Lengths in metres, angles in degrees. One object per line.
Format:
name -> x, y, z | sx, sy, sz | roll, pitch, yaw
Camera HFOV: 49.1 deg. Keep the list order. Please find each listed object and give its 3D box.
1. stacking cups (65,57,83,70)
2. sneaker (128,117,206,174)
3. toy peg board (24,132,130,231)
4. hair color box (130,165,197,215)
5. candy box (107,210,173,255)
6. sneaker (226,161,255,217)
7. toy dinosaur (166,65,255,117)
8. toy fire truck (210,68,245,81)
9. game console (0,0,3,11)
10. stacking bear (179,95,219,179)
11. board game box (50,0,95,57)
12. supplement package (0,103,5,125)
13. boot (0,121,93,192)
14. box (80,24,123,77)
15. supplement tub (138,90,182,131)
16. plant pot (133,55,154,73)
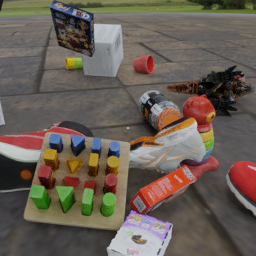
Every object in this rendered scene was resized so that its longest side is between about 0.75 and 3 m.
stacking cups -> -1.990, -3.098, 13.349 | 1.875, 0.567, 0.567 | -7, 28, -19
sneaker -> 0.547, 0.613, 5.505 | 2.049, 0.943, 0.776 | -25, 11, 28
toy peg board -> -0.753, 0.710, 4.529 | 1.561, 0.763, 1.554 | 8, 59, -4
hair color box -> 0.620, 1.099, 4.895 | 1.111, 0.564, 0.340 | -21, 64, -33
candy box -> 0.190, 1.681, 4.121 | 0.699, 0.298, 0.833 | 12, 29, 23
sneaker -> 2.992, 1.054, 4.303 | 1.127, 1.243, 2.927 | -24, 35, -38
toy dinosaur -> 2.777, -1.193, 9.177 | 2.808, 1.434, 1.906 | -20, 13, 0
toy fire truck -> 3.817, -1.931, 10.926 | 1.132, 0.728, 0.996 | -23, 34, -18
game console -> -3.286, -3.527, 7.535 | 1.759, 0.212, 1.038 | -38, 40, 13
stacking bear -> 1.399, 0.112, 5.802 | 0.954, 1.570, 0.893 | -18, 32, -32
board game box -> -1.689, -3.057, 8.838 | 1.245, 1.837, 0.318 | 20, 70, 2
supplement package -> -4.298, -0.627, 7.531 | 1.383, 1.322, 1.017 | -24, 35, -38
boot -> -2.157, 0.387, 5.996 | 2.757, 0.998, 1.989 | 5, 26, -7
box -> -1.111, -3.374, 12.168 | 1.459, 1.703, 1.695 | 6, 45, 10
supplement tub -> 0.875, -0.450, 7.717 | 0.839, 0.839, 1.370 | -8, 27, -15
plant pot -> 0.683, -2.857, 12.629 | 0.735, 0.831, 0.831 | 4, 25, 29
